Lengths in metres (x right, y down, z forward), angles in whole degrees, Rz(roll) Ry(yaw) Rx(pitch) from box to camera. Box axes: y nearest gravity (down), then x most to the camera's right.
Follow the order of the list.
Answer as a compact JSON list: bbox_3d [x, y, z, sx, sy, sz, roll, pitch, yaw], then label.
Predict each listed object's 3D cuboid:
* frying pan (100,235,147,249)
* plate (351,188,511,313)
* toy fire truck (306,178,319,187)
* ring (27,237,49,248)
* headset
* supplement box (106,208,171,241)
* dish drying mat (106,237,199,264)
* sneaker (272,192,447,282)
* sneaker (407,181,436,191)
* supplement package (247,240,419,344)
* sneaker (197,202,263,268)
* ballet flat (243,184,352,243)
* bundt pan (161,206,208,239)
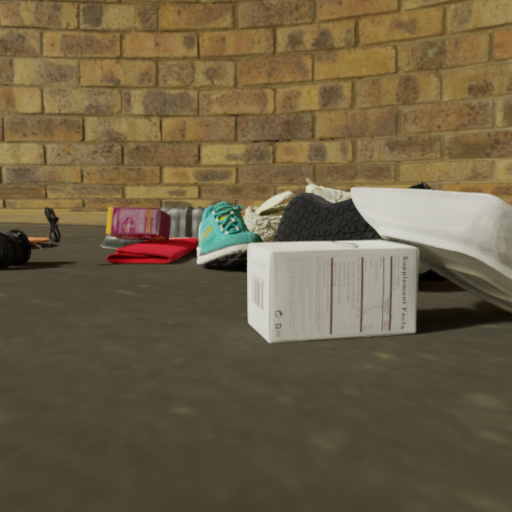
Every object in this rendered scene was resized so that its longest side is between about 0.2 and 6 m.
[{"bbox_3d":[-2.826,-0.392,13.117,1.409,0.379,2.329,0,9,-4],"label":"frying pan"},{"bbox_3d":[1.870,0.101,4.411,2.042,0.331,2.047,28,1,-17],"label":"plate"},{"bbox_3d":[1.853,-1.247,14.915,1.041,1.618,1.424,2,6,10],"label":"toy fire truck"},{"bbox_3d":[-5.671,-0.273,12.522,1.974,0.189,1.974,0,5,0],"label":"ring"},{"bbox_3d":[-3.935,-0.221,8.763,1.757,0.825,1.085,-10,6,2],"label":"headset"},{"bbox_3d":[-2.220,-0.597,10.623,1.030,0.532,0.675,1,-8,10],"label":"supplement box"},{"bbox_3d":[-1.825,-0.133,10.633,1.124,0.266,2.926,1,6,4],"label":"dish drying mat"},{"bbox_3d":[1.362,-0.067,7.647,1.399,1.211,3.377,24,-4,-24],"label":"sneaker"},{"bbox_3d":[3.755,-0.890,11.553,2.989,1.263,1.120,-1,-13,-27],"label":"sneaker"},{"bbox_3d":[0.600,0.255,4.573,1.225,0.718,0.716,-2,6,-15],"label":"supplement package"},{"bbox_3d":[-0.531,-0.357,9.061,1.009,1.037,2.604,-2,7,-17],"label":"sneaker"},{"bbox_3d":[1.015,-1.040,12.317,2.813,1.009,1.009,-19,10,-11],"label":"ballet flat"},{"bbox_3d":[-1.618,-0.852,14.672,2.417,0.907,2.417,0,7,0],"label":"bundt pan"}]
